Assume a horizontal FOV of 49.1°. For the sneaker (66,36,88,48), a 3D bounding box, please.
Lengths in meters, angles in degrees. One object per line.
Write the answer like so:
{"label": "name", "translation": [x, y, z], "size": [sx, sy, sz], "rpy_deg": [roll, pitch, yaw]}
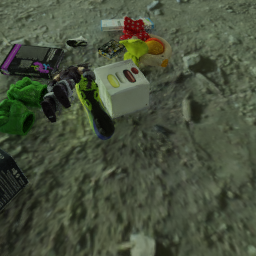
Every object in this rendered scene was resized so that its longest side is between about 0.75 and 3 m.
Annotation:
{"label": "sneaker", "translation": [-2.280, -3.879, 12.530], "size": [0.944, 0.356, 0.543], "rpy_deg": [0, 43, -10]}

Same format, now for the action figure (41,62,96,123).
{"label": "action figure", "translation": [-1.713, -1.166, 7.838], "size": [1.511, 0.806, 2.323], "rpy_deg": [-24, 27, 20]}

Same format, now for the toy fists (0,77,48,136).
{"label": "toy fists", "translation": [-3.806, -0.823, 9.813], "size": [1.244, 0.839, 2.441], "rpy_deg": [10, 54, 8]}

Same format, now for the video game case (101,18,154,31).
{"label": "video game case", "translation": [-0.079, -4.794, 12.920], "size": [2.321, 0.207, 1.661], "rpy_deg": [-4, 31, -3]}

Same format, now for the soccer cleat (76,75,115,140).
{"label": "soccer cleat", "translation": [-1.167, -0.670, 9.199], "size": [0.761, 0.984, 2.353], "rpy_deg": [-21, 81, -24]}

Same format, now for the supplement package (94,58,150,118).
{"label": "supplement package", "translation": [-0.225, -1.454, 10.085], "size": [1.487, 1.144, 1.555], "rpy_deg": [-21, 54, -15]}

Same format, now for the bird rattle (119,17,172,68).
{"label": "bird rattle", "translation": [0.683, -3.354, 11.743], "size": [2.304, 1.592, 2.826], "rpy_deg": [15, 41, -4]}

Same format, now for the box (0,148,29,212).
{"label": "box", "translation": [-4.741, 1.449, 7.557], "size": [2.676, 1.658, 2.630], "rpy_deg": [28, 59, 20]}

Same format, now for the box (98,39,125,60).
{"label": "box", "translation": [-0.612, -2.936, 10.449], "size": [0.665, 0.206, 0.833], "rpy_deg": [35, 59, 21]}

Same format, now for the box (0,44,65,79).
{"label": "box", "translation": [-3.924, -2.763, 11.583], "size": [2.231, 0.403, 1.595], "rpy_deg": [6, 53, 7]}
